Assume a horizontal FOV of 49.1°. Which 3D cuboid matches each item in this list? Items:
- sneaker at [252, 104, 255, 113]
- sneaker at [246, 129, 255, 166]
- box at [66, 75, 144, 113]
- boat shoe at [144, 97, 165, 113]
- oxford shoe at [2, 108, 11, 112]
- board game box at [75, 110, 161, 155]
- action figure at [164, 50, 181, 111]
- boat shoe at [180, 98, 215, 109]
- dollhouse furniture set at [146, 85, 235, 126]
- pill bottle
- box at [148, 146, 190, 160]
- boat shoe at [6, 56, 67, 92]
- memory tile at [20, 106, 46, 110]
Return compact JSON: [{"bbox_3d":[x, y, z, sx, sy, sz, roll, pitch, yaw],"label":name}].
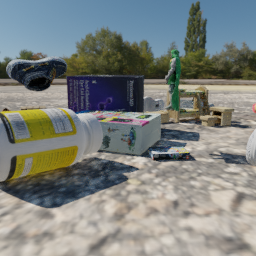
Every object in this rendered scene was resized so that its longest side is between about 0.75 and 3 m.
[{"bbox_3d":[6.321,-0.835,12.516,1.229,1.064,2.722,1,0,10],"label":"sneaker"},{"bbox_3d":[3.809,0.435,5.816,2.615,0.983,1.503,-2,8,-28],"label":"sneaker"},{"bbox_3d":[-0.785,-0.989,10.509,2.690,1.990,1.403,2,12,13],"label":"box"},{"bbox_3d":[1.031,-1.192,14.562,0.849,0.896,2.562,1,9,31],"label":"boat shoe"},{"bbox_3d":[-6.011,-0.827,13.939,0.377,0.377,1.057,-3,10,-10],"label":"oxford shoe"},{"bbox_3d":[-0.536,0.023,8.388,2.649,0.852,1.955,4,11,21],"label":"board game box"},{"bbox_3d":[1.210,-1.290,7.487,0.442,1.615,0.954,5,-1,11],"label":"action figure"},{"bbox_3d":[3.688,-1.338,15.368,2.263,0.806,0.790,-1,11,-5],"label":"boat shoe"},{"bbox_3d":[2.485,-0.934,11.494,2.697,1.500,2.385,-5,12,-26],"label":"dollhouse furniture set"},{"bbox_3d":[-1.755,0.253,5.977,2.382,1.326,1.326,-8,13,-43],"label":"pill bottle"},{"bbox_3d":[1.013,0.623,7.011,0.911,0.172,0.622,-1,11,-6],"label":"box"},{"bbox_3d":[-2.904,-1.858,9.949,1.137,0.886,2.504,39,33,20],"label":"boat shoe"},{"bbox_3d":[-5.512,-1.160,16.283,1.404,0.118,1.076,-3,12,-20],"label":"memory tile"}]
